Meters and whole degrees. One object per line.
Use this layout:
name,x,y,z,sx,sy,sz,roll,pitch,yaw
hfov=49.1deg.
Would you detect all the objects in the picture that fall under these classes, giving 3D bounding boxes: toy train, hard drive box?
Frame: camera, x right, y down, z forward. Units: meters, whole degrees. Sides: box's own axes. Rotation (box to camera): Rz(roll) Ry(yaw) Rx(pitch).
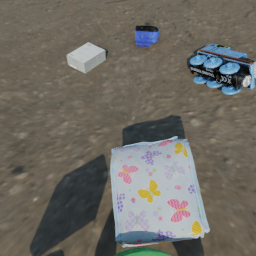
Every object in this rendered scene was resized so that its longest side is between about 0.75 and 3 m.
toy train,2.652,-1.673,7.756,1.208,0.917,2.115,-32,36,-16
hard drive box,-1.311,-2.238,8.872,0.765,0.377,0.982,31,53,25

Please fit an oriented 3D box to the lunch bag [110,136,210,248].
lunch bag,0.527,1.146,5.270,1.585,1.188,1.869,-9,63,3

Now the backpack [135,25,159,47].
backpack,0.636,-3.088,9.389,0.789,0.662,0.641,0,41,2

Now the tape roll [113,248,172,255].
tape roll,0.244,2.782,3.934,2.009,0.483,2.009,2,72,-7
